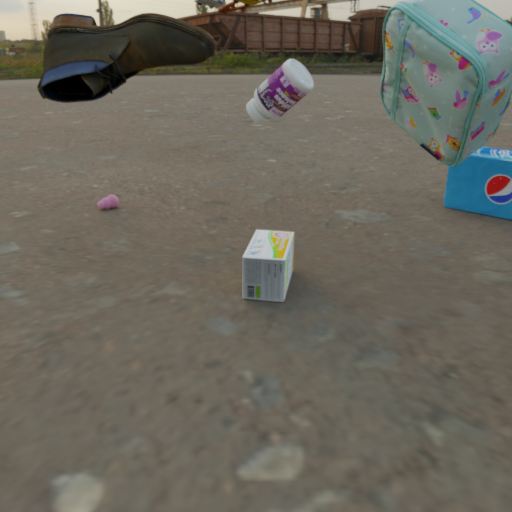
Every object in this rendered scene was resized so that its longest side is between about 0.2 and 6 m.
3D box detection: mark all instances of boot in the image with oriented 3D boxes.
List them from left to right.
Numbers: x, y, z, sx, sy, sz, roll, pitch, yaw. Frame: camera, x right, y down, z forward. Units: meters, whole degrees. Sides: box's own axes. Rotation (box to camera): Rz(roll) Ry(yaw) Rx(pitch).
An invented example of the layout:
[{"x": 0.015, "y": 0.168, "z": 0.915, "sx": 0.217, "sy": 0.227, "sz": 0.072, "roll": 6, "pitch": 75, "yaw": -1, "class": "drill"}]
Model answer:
[{"x": -2.285, "y": -3.268, "z": 9.709, "sx": 3.090, "sy": 1.498, "sz": 1.154, "roll": 6, "pitch": -22, "yaw": 13, "class": "boot"}]

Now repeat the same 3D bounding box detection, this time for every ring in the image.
[{"x": -0.098, "y": -5.709, "z": 12.627, "sx": 1.580, "sy": 0.152, "sz": 1.580, "roll": -16, "pitch": 16, "yaw": 5, "class": "ring"}]

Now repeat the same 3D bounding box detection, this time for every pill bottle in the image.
[{"x": 0.332, "y": -2.450, "z": 8.500, "sx": 1.012, "sy": 0.568, "sz": 0.568, "roll": -34, "pitch": 0, "yaw": 36, "class": "pill bottle"}]

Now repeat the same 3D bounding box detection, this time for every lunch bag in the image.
[{"x": 3.111, "y": -2.985, "z": 9.549, "sx": 1.100, "sy": 2.854, "sz": 2.289, "roll": -38, "pitch": 66, "yaw": -10, "class": "lunch bag"}]

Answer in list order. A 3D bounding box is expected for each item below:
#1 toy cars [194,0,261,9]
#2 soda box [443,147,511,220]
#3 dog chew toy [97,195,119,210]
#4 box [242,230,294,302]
[{"x": -0.489, "y": -4.439, "z": 9.546, "sx": 1.155, "sy": 0.256, "sz": 0.518, "roll": -7, "pitch": 2, "yaw": -6, "class": "toy cars"}, {"x": 6.203, "y": -1.446, "z": 12.081, "sx": 3.891, "sy": 1.320, "sz": 1.248, "roll": 17, "pitch": 28, "yaw": 36, "class": "soda box"}, {"x": -3.429, "y": -1.214, "z": 12.911, "sx": 0.502, "sy": 0.312, "sz": 0.312, "roll": -26, "pitch": 33, "yaw": -33, "class": "dog chew toy"}, {"x": 0.216, "y": 0.123, "z": 9.082, "sx": 0.664, "sy": 0.736, "sz": 1.309, "roll": 4, "pitch": 22, "yaw": 9, "class": "box"}]
